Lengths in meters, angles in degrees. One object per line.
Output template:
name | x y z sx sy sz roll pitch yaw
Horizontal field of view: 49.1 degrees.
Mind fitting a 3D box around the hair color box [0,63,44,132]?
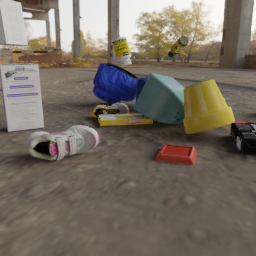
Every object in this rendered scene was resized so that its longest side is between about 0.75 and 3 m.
hair color box | -3.940 -1.156 10.398 1.312 2.401 0.778 -7 18 -25

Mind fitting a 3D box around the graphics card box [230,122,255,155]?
graphics card box | 4.009 0.289 8.738 1.274 0.516 2.030 3 15 10

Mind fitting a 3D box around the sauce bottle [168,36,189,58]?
sauce bottle | 1.850 -3.006 10.518 0.395 0.395 1.222 -5 -11 -17

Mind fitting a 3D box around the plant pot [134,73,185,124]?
plant pot | 1.570 -1.014 11.208 1.636 1.640 1.671 -2 35 -49

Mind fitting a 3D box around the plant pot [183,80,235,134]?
plant pot | 2.626 -0.755 9.647 1.668 1.569 1.668 -15 1 0

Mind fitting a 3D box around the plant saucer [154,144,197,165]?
plant saucer | 1.367 0.704 7.854 1.074 0.198 1.076 5 17 17

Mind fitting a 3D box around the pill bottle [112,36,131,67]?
pill bottle | -0.202 -2.850 10.485 0.564 1.013 0.564 -16 13 4

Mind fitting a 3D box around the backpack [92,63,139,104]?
backpack | -0.618 -2.305 15.365 2.404 2.017 1.953 19 11 -19

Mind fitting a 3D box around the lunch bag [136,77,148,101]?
lunch bag | 1.581 -1.796 14.307 1.527 1.568 2.308 10 17 30

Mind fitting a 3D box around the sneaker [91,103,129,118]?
sneaker | -0.777 -0.664 12.160 1.704 0.663 0.700 -6 18 12

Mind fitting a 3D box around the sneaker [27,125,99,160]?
sneaker | -1.796 0.486 7.661 2.039 0.829 0.899 -10 17 -4

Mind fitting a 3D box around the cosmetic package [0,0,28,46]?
cosmetic package | -3.407 -3.028 8.084 0.320 1.238 0.934 -2 12 16

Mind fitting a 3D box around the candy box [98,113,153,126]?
candy box | -0.137 -0.358 11.516 2.115 0.279 1.081 -2 13 -10
